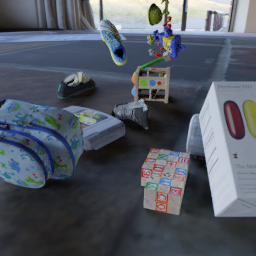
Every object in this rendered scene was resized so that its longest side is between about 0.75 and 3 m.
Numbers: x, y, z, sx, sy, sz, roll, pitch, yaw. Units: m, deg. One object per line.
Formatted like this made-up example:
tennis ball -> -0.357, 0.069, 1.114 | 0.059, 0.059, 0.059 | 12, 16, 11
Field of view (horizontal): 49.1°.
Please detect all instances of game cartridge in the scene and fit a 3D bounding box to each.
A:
game cartridge -> -1.671, -0.112, 10.073 | 2.963, 0.606, 1.972 | 18, 26, 34

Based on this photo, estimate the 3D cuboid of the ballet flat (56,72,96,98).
ballet flat -> -2.565, -2.347, 14.427 | 1.041, 1.041, 2.850 | 13, 27, 27

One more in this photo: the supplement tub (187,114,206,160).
supplement tub -> 2.873, 0.372, 7.998 | 2.191, 1.342, 1.342 | 8, 26, 19

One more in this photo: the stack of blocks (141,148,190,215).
stack of blocks -> 0.890, 1.243, 7.015 | 1.086, 0.552, 1.886 | 7, 26, 15

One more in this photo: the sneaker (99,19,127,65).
sneaker -> -0.550, -3.711, 11.925 | 0.791, 2.089, 1.097 | -29, 11, -5

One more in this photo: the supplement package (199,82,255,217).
supplement package -> 2.604, 0.442, 6.194 | 1.518, 1.461, 2.668 | -1, 59, -1

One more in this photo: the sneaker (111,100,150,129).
sneaker -> 0.069, -0.472, 10.617 | 1.388, 0.902, 2.404 | -6, 14, -1

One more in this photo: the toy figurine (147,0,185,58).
toy figurine -> 1.682, -3.555, 10.677 | 1.299, 2.463, 1.475 | -41, 60, -16

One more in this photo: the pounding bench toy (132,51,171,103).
pounding bench toy -> 1.083, -2.477, 13.178 | 1.755, 2.249, 1.397 | 4, 25, 7

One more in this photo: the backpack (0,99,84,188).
backpack -> -2.327, 0.492, 7.039 | 2.228, 2.039, 1.637 | 7, 43, 7
